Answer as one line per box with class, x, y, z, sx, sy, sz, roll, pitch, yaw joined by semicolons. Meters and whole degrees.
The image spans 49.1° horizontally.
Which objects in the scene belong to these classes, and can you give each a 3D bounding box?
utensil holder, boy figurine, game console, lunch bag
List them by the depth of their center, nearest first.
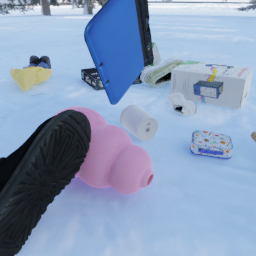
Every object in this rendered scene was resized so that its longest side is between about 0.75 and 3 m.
game console;-0.384;-2.536;7.096;1.765;2.984;2.547;-25;64;-4
lunch bag;2.099;0.440;7.157;1.076;0.407;0.863;6;30;11
utensil holder;0.316;-0.143;7.923;0.778;0.778;0.916;-15;33;-27
boy figurine;-4.328;-2.449;12.305;1.858;0.963;2.988;3;24;0

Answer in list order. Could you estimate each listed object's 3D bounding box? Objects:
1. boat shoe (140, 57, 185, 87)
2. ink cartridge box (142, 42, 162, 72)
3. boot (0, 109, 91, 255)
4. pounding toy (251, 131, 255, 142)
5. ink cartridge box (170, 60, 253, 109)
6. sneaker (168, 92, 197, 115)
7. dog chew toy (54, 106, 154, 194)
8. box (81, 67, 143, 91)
boat shoe;1.721;-2.404;12.460;2.694;0.970;0.836;-27;58;-34
ink cartridge box;0.408;-3.422;13.472;2.057;0.855;1.508;12;-16;23
boot;-2.190;0.623;4.966;2.138;1.076;2.860;20;65;33
pounding toy;3.598;0.339;6.488;1.317;1.157;0.603;2;27;4
ink cartridge box;3.165;-1.720;10.602;2.634;1.153;1.914;16;30;26
sneaker;1.749;-0.842;9.615;0.598;0.511;1.372;-17;30;-20
dog chew toy;-0.603;0.533;5.865;2.504;1.559;1.559;25;35;26
box;-0.746;-2.321;12.522;2.255;0.491;1.807;-13;30;-24
